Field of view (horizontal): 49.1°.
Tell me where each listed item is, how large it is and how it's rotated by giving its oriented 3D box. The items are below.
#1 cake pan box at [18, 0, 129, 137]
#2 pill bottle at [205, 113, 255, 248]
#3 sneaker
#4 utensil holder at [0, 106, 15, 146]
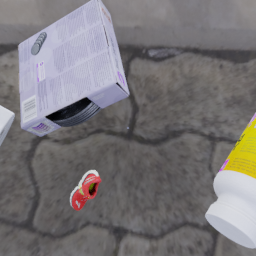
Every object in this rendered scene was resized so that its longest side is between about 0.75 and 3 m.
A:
[{"bbox_3d":[-1.253,-1.252,5.898,2.266,0.644,2.461,-25,60,20],"label":"cake pan box"},{"bbox_3d":[2.140,0.727,4.487,1.139,1.139,2.184,37,70,8],"label":"pill bottle"},{"bbox_3d":[-0.713,1.106,4.735,0.351,0.318,0.827,45,115,42],"label":"sneaker"},{"bbox_3d":[-3.136,-0.039,4.798,1.796,1.527,1.527,29,77,-16],"label":"utensil holder"}]
